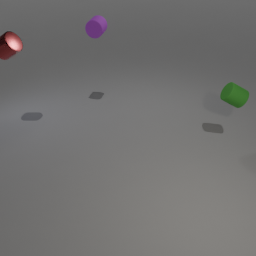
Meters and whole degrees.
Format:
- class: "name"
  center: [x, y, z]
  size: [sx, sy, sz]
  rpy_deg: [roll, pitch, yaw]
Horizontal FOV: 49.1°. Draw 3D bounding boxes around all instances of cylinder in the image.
- class: "cylinder"
  center: [-1.236, -3.967, 10.985]
  size: [0.700, 0.700, 0.700]
  rpy_deg: [7, 38, 11]
- class: "cylinder"
  center: [3.765, -1.161, 9.902]
  size: [0.700, 0.700, 0.700]
  rpy_deg: [25, 28, -13]
- class: "cylinder"
  center: [-3.950, -2.689, 9.170]
  size: [0.700, 0.700, 0.700]
  rpy_deg: [-19, 21, 28]
